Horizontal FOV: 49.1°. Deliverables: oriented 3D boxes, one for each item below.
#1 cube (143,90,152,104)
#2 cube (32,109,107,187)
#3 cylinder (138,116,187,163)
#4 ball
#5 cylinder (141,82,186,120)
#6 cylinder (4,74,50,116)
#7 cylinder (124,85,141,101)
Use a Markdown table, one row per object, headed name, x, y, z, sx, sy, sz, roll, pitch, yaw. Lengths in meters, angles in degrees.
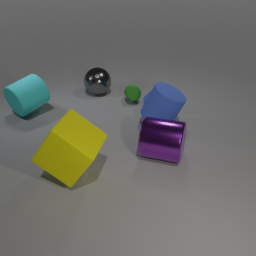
| name | x | y | z | sx | sy | sz | roll | pitch | yaw |
| --- | --- | --- | --- | --- | --- | --- | --- | --- | --- |
| cube | 1.189 | -1.263 | 12.745 | 0.700 | 0.700 | 0.700 | 41 | 24 | -17 |
| cube | -1.704 | 0.578 | 8.342 | 1.400 | 1.400 | 1.400 | 36 | 30 | -7 |
| cylinder | 1.192 | 0.388 | 9.572 | 1.400 | 1.400 | 1.400 | 9 | 32 | 16 |
| ball | -1.554 | -2.386 | 14.309 | 1.400 | 1.400 | 1.400 | 0 | 31 | 0 |
| cylinder | 1.419 | -0.907 | 11.361 | 1.400 | 1.400 | 1.400 | 21 | 31 | -13 |
| cylinder | -4.389 | -1.435 | 12.214 | 1.400 | 1.400 | 1.400 | 23 | 47 | 33 |
| cylinder | 0.222 | -1.696 | 13.496 | 0.700 | 0.700 | 0.700 | -6 | 15 | -10 |
